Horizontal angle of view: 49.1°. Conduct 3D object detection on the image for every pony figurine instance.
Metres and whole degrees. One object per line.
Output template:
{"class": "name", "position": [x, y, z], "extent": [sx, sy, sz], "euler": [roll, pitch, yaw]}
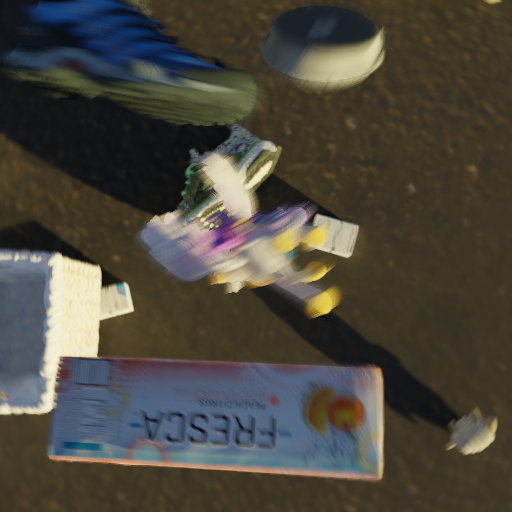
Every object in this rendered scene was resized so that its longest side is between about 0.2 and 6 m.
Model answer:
{"class": "pony figurine", "position": [-0.190, -0.173, 7.982], "extent": [1.951, 2.343, 2.261], "euler": [-53, 127, -28]}

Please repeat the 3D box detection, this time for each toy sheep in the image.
{"class": "toy sheep", "position": [3.908, 3.237, 10.217], "extent": [1.000, 0.690, 0.690], "euler": [-38, 85, 24]}

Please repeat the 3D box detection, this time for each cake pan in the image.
{"class": "cake pan", "position": [0.964, -3.132, 8.109], "extent": [1.761, 0.323, 1.761], "euler": [0, 48, -1]}

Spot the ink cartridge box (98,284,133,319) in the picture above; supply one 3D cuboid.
{"class": "ink cartridge box", "position": [-2.758, 0.867, 10.608], "extent": [0.710, 0.299, 0.518], "euler": [-14, 81, 0]}

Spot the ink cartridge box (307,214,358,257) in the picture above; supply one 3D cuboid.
{"class": "ink cartridge box", "position": [1.460, -0.377, 10.720], "extent": [0.832, 0.348, 0.603], "euler": [16, 84, 2]}

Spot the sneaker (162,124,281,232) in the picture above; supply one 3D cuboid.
{"class": "sneaker", "position": [-0.941, -1.369, 10.591], "extent": [2.928, 1.126, 1.297], "euler": [-42, 74, -10]}

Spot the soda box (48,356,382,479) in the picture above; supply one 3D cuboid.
{"class": "soda box", "position": [-0.469, 1.990, 7.193], "extent": [4.003, 1.369, 1.273], "euler": [2, 79, 7]}

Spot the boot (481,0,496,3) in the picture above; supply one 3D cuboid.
{"class": "boot", "position": [3.382, -5.720, 10.975], "extent": [2.081, 0.970, 2.691], "euler": [-30, 79, -4]}

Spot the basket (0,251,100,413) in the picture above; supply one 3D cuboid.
{"class": "basket", "position": [-4.125, 1.254, 9.564], "extent": [2.472, 2.006, 2.495], "euler": [0, 83, 9]}

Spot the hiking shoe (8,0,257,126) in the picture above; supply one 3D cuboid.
{"class": "hiking shoe", "position": [-1.603, -2.725, 7.335], "extent": [3.508, 1.305, 1.521], "euler": [15, 90, 11]}
